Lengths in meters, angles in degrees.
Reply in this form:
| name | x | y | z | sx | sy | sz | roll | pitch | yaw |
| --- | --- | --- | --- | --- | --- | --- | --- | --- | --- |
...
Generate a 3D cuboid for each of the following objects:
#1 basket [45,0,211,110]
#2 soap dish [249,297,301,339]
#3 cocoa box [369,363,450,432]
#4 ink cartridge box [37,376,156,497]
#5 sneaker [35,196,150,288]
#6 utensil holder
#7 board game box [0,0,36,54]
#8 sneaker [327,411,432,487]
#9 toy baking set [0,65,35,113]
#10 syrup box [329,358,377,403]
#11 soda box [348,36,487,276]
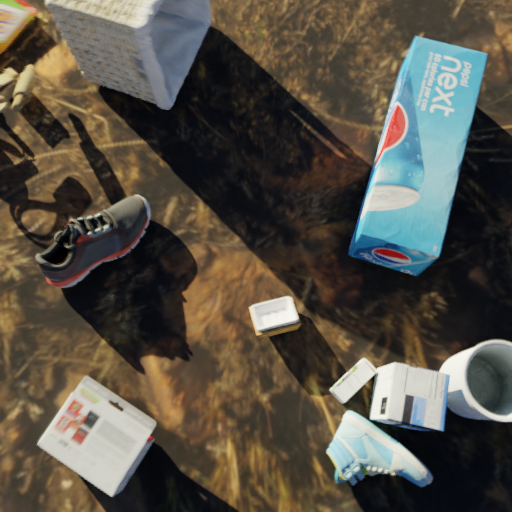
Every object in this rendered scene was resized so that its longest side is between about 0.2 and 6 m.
| name | x | y | z | sx | sy | sz | roll | pitch | yaw |
| --- | --- | --- | --- | --- | --- | --- | --- | --- | --- |
| basket | -2.441 | -5.062 | 11.586 | 2.177 | 2.683 | 2.707 | 20 | 74 | 8 |
| soap dish | 0.364 | 1.205 | 10.858 | 0.879 | 0.357 | 0.691 | -14 | 47 | -4 |
| cocoa box | 2.702 | 2.539 | 9.978 | 0.983 | 1.499 | 0.999 | 12 | 74 | 3 |
| ink cartridge box | -2.777 | 3.219 | 10.176 | 1.655 | 0.694 | 1.453 | 32 | 80 | 8 |
| sneaker | -3.185 | -0.387 | 10.988 | 2.525 | 1.034 | 0.973 | -42 | 63 | -11 |
| utensil holder | 4.077 | 2.284 | 10.024 | 1.329 | 1.563 | 1.329 | 0 | 74 | -1 |
| board game box | -6.070 | -5.155 | 12.818 | 0.996 | 0.313 | 2.086 | 33 | 77 | 8 |
| sneaker | 2.101 | 3.799 | 10.038 | 1.848 | 0.735 | 1.206 | 33 | 74 | 19 |
| toy baking set | -5.542 | -3.034 | 11.685 | 2.074 | 0.314 | 2.702 | -26 | 44 | 10 |
| syrup box | 1.844 | 2.369 | 10.629 | 0.888 | 0.350 | 0.362 | -42 | 78 | -11 |
| soda box | 3.251 | -2.020 | 11.332 | 1.532 | 1.449 | 4.515 | 17 | 74 | 5 |
